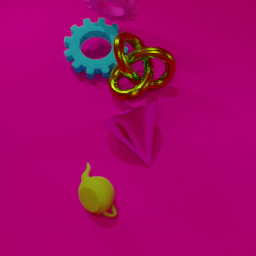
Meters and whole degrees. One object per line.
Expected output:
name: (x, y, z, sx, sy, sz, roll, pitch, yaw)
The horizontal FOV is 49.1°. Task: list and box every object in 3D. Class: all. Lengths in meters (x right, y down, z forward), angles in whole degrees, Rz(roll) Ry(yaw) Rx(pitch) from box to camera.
cone: (0.279, 0.294, 7.047, 1.490, 1.490, 1.496, -22, 90, -13)
gear: (-0.502, -3.851, 8.740, 1.670, 1.670, 0.309, 14, 86, 8)
teapot: (-0.687, 1.422, 6.296, 0.662, 0.841, 1.352, -25, 80, -51)
knot shape: (0.435, -1.701, 7.943, 1.867, 0.922, 1.995, 6, 89, -7)
gear: (-0.987, -2.490, 8.721, 1.934, 0.358, 1.934, 1, 74, -3)
